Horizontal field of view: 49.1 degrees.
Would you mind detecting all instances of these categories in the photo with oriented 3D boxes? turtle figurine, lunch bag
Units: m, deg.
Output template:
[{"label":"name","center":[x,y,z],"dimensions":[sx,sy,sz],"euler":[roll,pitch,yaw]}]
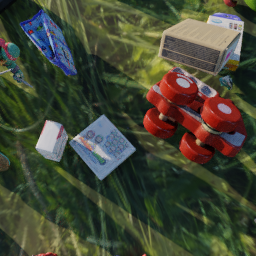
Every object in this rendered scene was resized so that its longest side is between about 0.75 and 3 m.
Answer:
[{"label":"turtle figurine","center":[-3.484,-1.584,7.107],"dimensions":[2.576,1.929,1.297],"euler":[-4,95,24]},{"label":"lunch bag","center":[-2.062,-2.166,7.806],"dimensions":[0.775,1.240,1.648],"euler":[-30,81,5]}]

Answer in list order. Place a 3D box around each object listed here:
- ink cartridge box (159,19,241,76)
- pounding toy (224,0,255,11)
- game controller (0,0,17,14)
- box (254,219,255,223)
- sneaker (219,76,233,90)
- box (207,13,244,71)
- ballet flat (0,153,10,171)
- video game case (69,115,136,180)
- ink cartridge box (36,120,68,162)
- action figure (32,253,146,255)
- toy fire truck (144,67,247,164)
[{"label":"ink cartridge box","center":[1.910,-2.190,7.329],"dimensions":[1.576,0.719,1.913],"euler":[25,38,19]},{"label":"pounding toy","center":[3.675,-4.814,8.703],"dimensions":[2.112,1.270,2.736],"euler":[-30,111,-40]},{"label":"game controller","center":[-4.541,-3.599,8.364],"dimensions":[1.550,0.626,2.971],"euler":[9,50,17]},{"label":"box","center":[4.044,2.412,6.366],"dimensions":[1.636,0.389,1.580],"euler":[-32,84,6]},{"label":"sneaker","center":[2.741,-1.267,7.801],"dimensions":[0.306,0.768,0.298],"euler":[-2,75,29]},{"label":"box","center":[2.875,-2.671,8.519],"dimensions":[1.079,0.376,1.813],"euler":[13,69,5]},{"label":"ballet flat","center":[-3.936,0.692,7.132],"dimensions":[1.820,0.658,0.617],"euler":[28,112,9]},{"label":"video game case","center":[-0.688,0.492,7.511],"dimensions":[1.230,0.160,1.352],"euler":[-40,75,-13]},{"label":"ink cartridge box","center":[-1.890,0.356,7.101],"dimensions":[0.428,1.034,0.757],"euler":[15,72,2]},{"label":"action figure","center":[-0.984,3.150,6.006],"dimensions":[2.783,1.378,0.908],"euler":[-1,70,2]},{"label":"toy fire truck","center":[1.839,-0.515,7.147],"dimensions":[2.660,1.492,2.234],"euler":[35,44,14]}]
